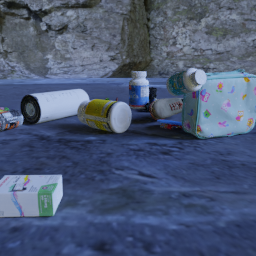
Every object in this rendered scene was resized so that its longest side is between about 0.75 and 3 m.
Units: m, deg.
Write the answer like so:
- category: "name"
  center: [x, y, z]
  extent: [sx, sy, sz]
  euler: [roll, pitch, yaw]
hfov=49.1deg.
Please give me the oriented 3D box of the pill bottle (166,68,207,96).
- category: "pill bottle"
  center: [1.578, -1.245, 7.553]
  extent: [0.618, 0.618, 1.116]
  euler: [-7, -1, -29]

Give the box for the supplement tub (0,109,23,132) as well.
- category: "supplement tub"
  center: [-4.403, -0.263, 10.045]
  extent: [0.691, 0.691, 1.128]
  euler: [6, 15, 25]

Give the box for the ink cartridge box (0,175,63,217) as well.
- category: "ink cartridge box"
  center: [-1.658, 1.098, 4.621]
  extent: [1.014, 0.426, 0.734]
  euler: [0, 13, -2]

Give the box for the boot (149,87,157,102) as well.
- category: "boot"
  center: [1.352, -1.836, 16.110]
  extent: [0.534, 1.061, 1.419]
  euler: [-2, 13, -8]

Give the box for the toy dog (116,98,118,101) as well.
- category: "toy dog"
  center: [-0.797, -1.194, 14.252]
  extent: [0.866, 0.633, 1.314]
  euler: [4, 13, 15]

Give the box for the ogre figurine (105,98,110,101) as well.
- category: "ogre figurine"
  center: [-1.081, -1.305, 15.154]
  extent: [1.068, 0.524, 0.641]
  euler: [-28, 45, -35]

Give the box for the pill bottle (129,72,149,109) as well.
- category: "pill bottle"
  center: [0.577, -2.060, 15.128]
  extent: [1.083, 1.929, 1.083]
  euler: [-1, 12, 0]

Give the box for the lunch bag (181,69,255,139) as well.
- category: "lunch bag"
  center: [3.101, -0.843, 9.253]
  extent: [2.686, 2.154, 1.035]
  euler: [-7, 15, -23]

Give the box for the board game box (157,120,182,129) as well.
- category: "board game box"
  center: [1.655, -0.092, 10.389]
  extent: [1.185, 0.231, 0.936]
  euler: [10, 10, 16]

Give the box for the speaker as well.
- category: "speaker"
  center: [-3.018, -1.003, 12.111]
  extent: [1.216, 1.216, 2.994]
  euler: [8, 15, 30]

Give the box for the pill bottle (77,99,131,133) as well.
- category: "pill bottle"
  center: [-0.898, -0.479, 10.091]
  extent: [1.891, 1.081, 1.081]
  euler: [11, 17, 40]

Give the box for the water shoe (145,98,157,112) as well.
- category: "water shoe"
  center: [1.189, -1.200, 14.412]
  extent: [0.646, 0.585, 1.637]
  euler: [-2, 12, 4]

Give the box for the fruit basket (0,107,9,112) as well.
- category: "fruit basket"
  center: [-5.322, -0.603, 11.039]
  extent: [1.859, 0.941, 2.007]
  euler: [6, 11, 26]

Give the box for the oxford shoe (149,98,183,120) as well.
- category: "oxford shoe"
  center: [1.810, -0.930, 11.718]
  extent: [0.931, 0.877, 2.490]
  euler: [-17, 2, 41]
